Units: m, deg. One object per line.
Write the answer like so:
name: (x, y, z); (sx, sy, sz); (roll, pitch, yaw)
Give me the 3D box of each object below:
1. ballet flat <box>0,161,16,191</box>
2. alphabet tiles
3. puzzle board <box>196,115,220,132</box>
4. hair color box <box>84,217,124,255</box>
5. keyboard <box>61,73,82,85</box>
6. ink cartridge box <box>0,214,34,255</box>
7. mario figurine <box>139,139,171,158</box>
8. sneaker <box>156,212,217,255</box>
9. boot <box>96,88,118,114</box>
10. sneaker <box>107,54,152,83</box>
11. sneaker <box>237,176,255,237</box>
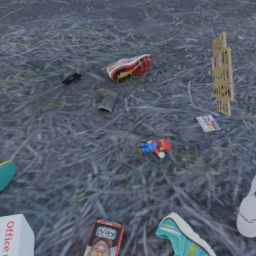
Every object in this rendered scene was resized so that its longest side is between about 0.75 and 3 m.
ballet flat: (-4.503, 1.948, 8.825); (0.783, 0.780, 2.335); (0, 43, 22)
alphabet tiles: (2.959, -1.652, 8.900); (0.091, 2.396, 2.879); (-6, 8, 9)
puzzle board: (3.305, -0.206, 11.553); (0.688, 0.079, 0.913); (-8, 43, -9)
hair color box: (-0.682, 3.290, 7.523); (0.822, 0.496, 1.620); (9, 45, 8)
keyboard: (-2.706, -2.393, 13.861); (0.695, 0.113, 1.093); (23, 48, 31)
ink cartridge box: (-3.942, 3.473, 6.798); (2.922, 1.209, 2.140); (-8, 44, -8)
mario figurine: (1.012, 0.789, 10.337); (1.180, 0.625, 0.728); (-8, 79, 7)
sneaker: (1.683, 3.315, 7.431); (0.912, 0.887, 2.289); (-40, 49, -13)
boot: (-1.084, -1.171, 12.383); (1.143, 0.456, 1.258); (12, 51, 15)
sneaker: (0.099, -3.197, 14.070); (2.557, 0.995, 1.051); (-23, 47, -23)
sneaker: (4.103, 2.123, 8.497); (0.947, 1.449, 2.521); (26, 84, 26)
